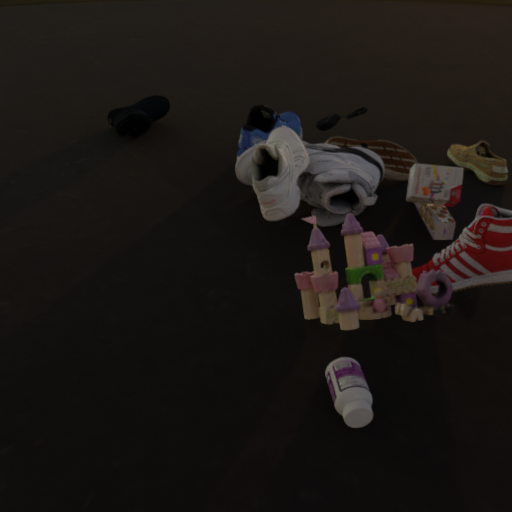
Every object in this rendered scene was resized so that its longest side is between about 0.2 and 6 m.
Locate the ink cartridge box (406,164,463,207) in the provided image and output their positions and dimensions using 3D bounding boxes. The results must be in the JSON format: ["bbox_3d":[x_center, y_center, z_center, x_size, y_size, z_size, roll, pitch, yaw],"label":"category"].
[{"bbox_3d":[3.589,-1.428,11.330,0.965,0.701,0.698,7,-2,8],"label":"ink cartridge box"}]

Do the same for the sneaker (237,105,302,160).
[{"bbox_3d":[0.458,-3.467,15.183,1.169,1.327,2.977,14,33,21],"label":"sneaker"}]

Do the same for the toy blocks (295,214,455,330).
[{"bbox_3d":[1.632,0.115,8.307,1.763,1.588,1.887,-8,2,-14],"label":"toy blocks"}]

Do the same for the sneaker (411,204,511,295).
[{"bbox_3d":[3.348,-0.114,9.154,2.242,1.261,0.799,-12,16,25],"label":"sneaker"}]

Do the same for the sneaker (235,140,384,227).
[{"bbox_3d":[1.071,-1.649,12.204,3.373,1.267,1.939,5,32,9],"label":"sneaker"}]

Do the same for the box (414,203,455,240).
[{"bbox_3d":[3.747,-1.009,11.989,0.403,0.432,2.085,0,32,0],"label":"box"}]

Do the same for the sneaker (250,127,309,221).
[{"bbox_3d":[0.426,-1.962,11.352,0.971,1.239,2.493,-14,46,20],"label":"sneaker"}]

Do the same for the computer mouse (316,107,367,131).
[{"bbox_3d":[2.306,-3.662,15.090,1.673,0.285,0.490,-3,34,48],"label":"computer mouse"}]

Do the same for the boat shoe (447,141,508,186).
[{"bbox_3d":[5.622,-2.524,14.110,0.760,0.808,2.121,-10,33,-16],"label":"boat shoe"}]

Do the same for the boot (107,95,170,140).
[{"bbox_3d":[-3.351,-4.130,16.756,2.050,0.783,1.722,-20,32,-17],"label":"boot"}]

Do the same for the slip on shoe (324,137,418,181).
[{"bbox_3d":[2.721,-2.254,13.696,2.575,0.780,0.979,3,65,-19],"label":"slip on shoe"}]

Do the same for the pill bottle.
[{"bbox_3d":[1.226,1.783,7.299,0.493,0.493,0.878,-3,32,-5],"label":"pill bottle"}]
